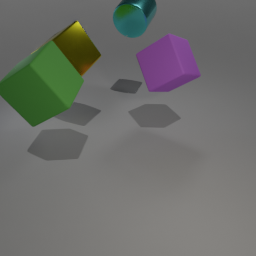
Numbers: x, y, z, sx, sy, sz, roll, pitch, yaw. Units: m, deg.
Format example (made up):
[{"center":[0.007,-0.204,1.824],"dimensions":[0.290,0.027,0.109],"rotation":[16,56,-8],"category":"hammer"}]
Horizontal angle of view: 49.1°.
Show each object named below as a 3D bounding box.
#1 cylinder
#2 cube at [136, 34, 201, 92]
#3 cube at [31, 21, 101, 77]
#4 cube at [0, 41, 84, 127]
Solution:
[{"center":[0.287,-4.536,11.086],"dimensions":[1.400,1.400,1.400],"rotation":[11,49,17],"category":"cylinder"},{"center":[1.379,-2.131,9.508],"dimensions":[1.400,1.400,1.400],"rotation":[-23,-8,35],"category":"cube"},{"center":[-2.055,-2.442,9.400],"dimensions":[1.400,1.400,1.400],"rotation":[-9,37,44],"category":"cube"},{"center":[-2.268,-1.153,7.408],"dimensions":[1.400,1.400,1.400],"rotation":[-23,32,27],"category":"cube"}]
